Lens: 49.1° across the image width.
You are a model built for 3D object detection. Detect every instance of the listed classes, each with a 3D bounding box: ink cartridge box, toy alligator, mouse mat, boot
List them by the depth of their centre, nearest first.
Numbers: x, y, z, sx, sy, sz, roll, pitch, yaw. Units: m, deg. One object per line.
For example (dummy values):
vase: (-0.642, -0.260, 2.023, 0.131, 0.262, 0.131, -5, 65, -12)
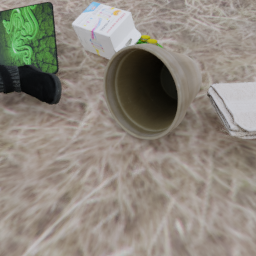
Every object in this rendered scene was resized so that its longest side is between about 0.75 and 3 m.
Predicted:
boot: (-2.843, -1.120, 7.191, 2.104, 0.792, 1.573, 27, 25, 38)
mouse mat: (-3.137, -2.634, 8.568, 1.954, 0.091, 2.428, -9, 79, 6)
ink cartridge box: (-0.605, -3.026, 8.914, 1.807, 1.132, 1.162, 27, 70, 28)
toy alligator: (0.622, -2.736, 9.249, 0.584, 0.639, 2.153, -12, 37, -23)

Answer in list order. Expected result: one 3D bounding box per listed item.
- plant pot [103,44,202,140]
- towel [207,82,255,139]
plant pot: (0.814, -1.042, 7.005, 2.218, 2.218, 1.925, 34, 38, 26)
towel: (3.336, -0.532, 6.762, 2.570, 0.443, 1.703, -5, 46, -10)
